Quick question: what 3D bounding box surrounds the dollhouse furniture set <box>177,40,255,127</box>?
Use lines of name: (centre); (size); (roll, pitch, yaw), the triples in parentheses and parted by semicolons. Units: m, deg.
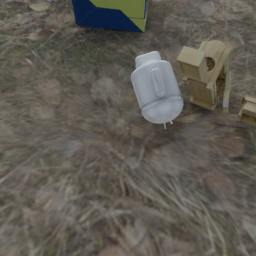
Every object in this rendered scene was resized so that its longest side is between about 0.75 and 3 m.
dollhouse furniture set: (2.403, -1.202, 6.331); (1.938, 2.192, 1.219); (25, 81, 25)

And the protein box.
protein box: (-0.453, -4.815, 9.529); (2.412, 1.639, 2.429); (7, 59, 3)

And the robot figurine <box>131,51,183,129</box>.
robot figurine: (0.700, -0.884, 6.736); (1.024, 1.537, 1.813); (-17, 80, 4)
